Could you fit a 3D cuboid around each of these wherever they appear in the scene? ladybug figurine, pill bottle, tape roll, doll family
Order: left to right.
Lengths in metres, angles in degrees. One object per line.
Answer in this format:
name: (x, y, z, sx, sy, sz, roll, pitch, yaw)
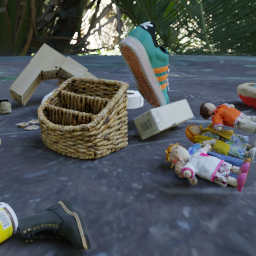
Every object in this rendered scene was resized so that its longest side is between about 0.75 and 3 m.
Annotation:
pill bottle: (-1.893, 1.339, 3.518, 0.483, 0.483, 0.884, 12, 21, 33)
tape roll: (-0.070, -1.163, 11.316, 1.413, 0.494, 1.413, 0, 17, 0)
doll family: (1.662, 0.478, 5.696, 1.597, 1.159, 2.572, 17, 41, 26)
ladybug figurine: (5.206, -1.243, 10.986, 1.572, 0.833, 2.316, -3, 18, -10)

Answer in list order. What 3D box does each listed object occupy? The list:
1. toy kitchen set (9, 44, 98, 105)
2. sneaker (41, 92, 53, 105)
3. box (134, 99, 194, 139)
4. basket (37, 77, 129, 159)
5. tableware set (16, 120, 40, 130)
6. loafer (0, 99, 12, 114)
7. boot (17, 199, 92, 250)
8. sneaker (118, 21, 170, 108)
toy kitchen set: (-3.039, -1.472, 11.869, 2.705, 2.440, 2.207, 32, -22, -9)
sneaker: (-2.482, -0.764, 9.733, 1.021, 0.969, 2.538, -19, 19, -4)
box: (1.044, -0.273, 7.913, 1.807, 0.618, 0.743, -19, -8, -45)
basket: (-1.231, -0.345, 6.888, 2.205, 1.643, 1.574, 16, 24, 39)
tableware set: (-2.943, -0.125, 8.703, 0.781, 0.108, 0.934, 8, 19, 24)
loafer: (-4.618, -0.872, 10.454, 0.518, 0.460, 1.363, -11, 21, -31)
boot: (-1.001, 1.373, 3.647, 0.789, 0.442, 1.141, -14, 9, -26)
sneaker: (0.807, -1.694, 8.204, 1.069, 2.996, 1.197, 34, 75, 36)
